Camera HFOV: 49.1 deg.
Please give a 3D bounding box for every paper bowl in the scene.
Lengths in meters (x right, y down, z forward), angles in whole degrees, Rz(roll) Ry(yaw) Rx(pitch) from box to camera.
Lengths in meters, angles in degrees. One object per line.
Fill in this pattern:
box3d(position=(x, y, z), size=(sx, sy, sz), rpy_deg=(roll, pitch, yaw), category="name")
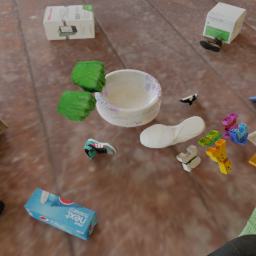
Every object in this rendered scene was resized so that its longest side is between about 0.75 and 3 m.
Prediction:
box3d(position=(0.015, -0.808, 8.427), size=(1.941, 1.009, 1.941), rpy_deg=(-1, 48, 1), category="paper bowl")

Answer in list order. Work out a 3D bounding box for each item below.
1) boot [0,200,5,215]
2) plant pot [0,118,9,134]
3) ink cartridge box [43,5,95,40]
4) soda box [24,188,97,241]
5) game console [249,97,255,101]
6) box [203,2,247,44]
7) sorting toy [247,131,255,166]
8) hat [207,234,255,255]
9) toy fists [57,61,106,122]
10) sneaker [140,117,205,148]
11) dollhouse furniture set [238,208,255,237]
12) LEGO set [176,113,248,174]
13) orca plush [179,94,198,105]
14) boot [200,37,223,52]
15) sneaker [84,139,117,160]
box3d(position=(-3.682, 1.958, 6.344), size=(1.125, 0.508, 1.373), rpy_deg=(28, 58, 22), category="boot")
box3d(position=(-4.858, -0.146, 7.118), size=(2.627, 2.627, 2.280), rpy_deg=(34, 73, 26), category="plant pot")
box3d(position=(-2.424, -4.458, 11.774), size=(1.971, 0.828, 1.438), rpy_deg=(-4, 49, -3), category="ink cartridge box")
box3d(position=(-1.509, 1.941, 6.347), size=(1.547, 0.496, 0.525), rpy_deg=(18, 51, 14), category="soda box")
box3d(position=(4.603, -0.626, 8.705), size=(1.277, 0.756, 1.090), rpy_deg=(-3, 5, -3), category="game console")
box3d(position=(3.963, -4.320, 11.513), size=(1.207, 1.039, 1.213), rpy_deg=(28, 54, 23), category="box")
box3d(position=(4.215, 0.485, 7.742), size=(2.601, 0.354, 1.465), rpy_deg=(-23, 45, -22), category="sorting toy")
box3d(position=(2.320, 3.190, 4.898), size=(2.465, 0.994, 2.465), rpy_deg=(-2, 42, 1), category="hat")
box3d(position=(-1.089, -0.945, 7.158), size=(0.865, 0.583, 1.697), rpy_deg=(12, 72, 30), category="toy fists")
box3d(position=(1.244, 0.213, 7.689), size=(1.768, 0.782, 0.665), rpy_deg=(-13, 72, 15), category="sneaker")
box3d(position=(3.987, 2.196, 5.479), size=(2.884, 1.447, 1.889), rpy_deg=(31, 55, 24), category="dollhouse furniture set")
box3d(position=(2.474, 0.605, 7.407), size=(2.245, 0.921, 0.856), rpy_deg=(-33, 25, -20), category="LEGO set")
box3d(position=(1.987, -0.866, 8.966), size=(0.785, 0.413, 0.279), rpy_deg=(-20, 88, -47), category="orca plush")
box3d(position=(3.359, -3.408, 11.195), size=(0.855, 0.313, 0.644), rpy_deg=(25, 54, 16), category="boot")
box3d(position=(-0.815, 0.635, 7.563), size=(0.919, 0.384, 0.555), rpy_deg=(14, 45, 22), category="sneaker")
